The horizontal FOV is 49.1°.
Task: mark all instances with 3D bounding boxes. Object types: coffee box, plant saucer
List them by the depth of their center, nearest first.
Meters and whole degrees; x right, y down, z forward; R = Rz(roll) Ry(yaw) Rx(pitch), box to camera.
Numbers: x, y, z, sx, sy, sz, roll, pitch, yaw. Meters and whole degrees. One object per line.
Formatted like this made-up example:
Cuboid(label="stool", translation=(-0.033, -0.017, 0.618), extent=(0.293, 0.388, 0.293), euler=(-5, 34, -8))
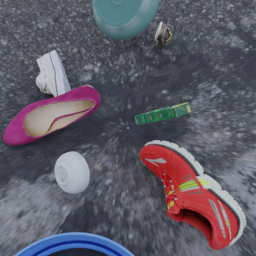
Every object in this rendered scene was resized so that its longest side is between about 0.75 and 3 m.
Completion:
Cuboid(label="coffee box", translation=(0.802, -0.327, 6.431), extent=(1.116, 0.245, 0.686), euler=(-10, 6, 43))
Cuboid(label="plant saucer", translation=(-0.202, -3.937, 8.519), extent=(2.373, 2.373, 0.427), euler=(33, 19, 22))

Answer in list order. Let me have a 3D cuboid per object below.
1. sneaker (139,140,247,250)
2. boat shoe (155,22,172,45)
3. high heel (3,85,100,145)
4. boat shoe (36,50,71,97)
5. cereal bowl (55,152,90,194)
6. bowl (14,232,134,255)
Cuboid(label="sneaker", translation=(1.091, 1.274, 5.671), extent=(1.118, 1.014, 2.633), euler=(-34, 60, -28))
Cuboid(label="boat shoe", translation=(1.117, -2.859, 8.614), extent=(0.464, 0.560, 1.558), euler=(23, 12, 2))
Cuboid(label="high heel", translation=(-1.797, -0.180, 6.431), extent=(2.561, 0.863, 1.228), euler=(-24, 21, -2))
Cuboid(label="boat shoe", translation=(-2.119, -1.277, 7.771), extent=(0.812, 0.825, 2.327), euler=(-22, 55, -3))
Cuboid(label="cereal bowl", translation=(-1.267, 0.975, 5.994), extent=(0.919, 0.919, 0.383), euler=(44, 28, 27))
Cuboid(label="bowl", translation=(-0.865, 3.178, 4.316), extent=(2.935, 0.576, 2.935), euler=(1, 65, -3))
